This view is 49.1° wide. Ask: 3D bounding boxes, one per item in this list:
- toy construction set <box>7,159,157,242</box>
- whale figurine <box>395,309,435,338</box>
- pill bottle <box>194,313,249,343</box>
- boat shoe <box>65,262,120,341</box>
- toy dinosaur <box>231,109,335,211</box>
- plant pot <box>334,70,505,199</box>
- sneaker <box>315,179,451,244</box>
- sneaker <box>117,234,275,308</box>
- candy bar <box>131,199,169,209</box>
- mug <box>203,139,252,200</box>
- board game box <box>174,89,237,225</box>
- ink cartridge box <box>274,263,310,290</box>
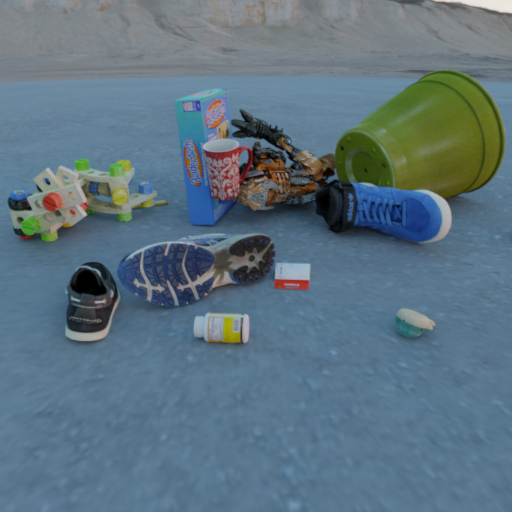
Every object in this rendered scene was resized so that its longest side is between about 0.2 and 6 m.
[{"bbox_3d":[-4.115,-1.278,12.946,2.529,1.777,3.857,5,13,10],"label":"toy construction set"},{"bbox_3d":[2.529,1.102,8.936,0.766,0.398,0.610,11,13,-46],"label":"whale figurine"},{"bbox_3d":[-0.534,1.115,8.686,0.821,0.448,0.448,2,23,5],"label":"pill bottle"},{"bbox_3d":[-2.793,0.544,9.579,0.876,0.825,2.440,-2,20,-12],"label":"boat shoe"},{"bbox_3d":[0.718,-2.179,15.216,3.092,2.327,4.556,31,13,29],"label":"toy dinosaur"},{"bbox_3d":[3.946,-2.707,14.648,3.304,3.431,3.431,-25,32,-24],"label":"plant pot"},{"bbox_3d":[2.596,-0.980,12.519,1.821,1.257,3.274,-7,21,-27],"label":"sneaker"},{"bbox_3d":[-1.182,0.170,10.394,3.014,1.161,1.284,-6,13,-33],"label":"sneaker"},{"bbox_3d":[-2.860,-1.381,14.993,1.049,0.116,0.261,-10,25,-22],"label":"candy bar"},{"bbox_3d":[-0.624,-1.954,12.777,1.078,1.214,0.810,-1,31,4],"label":"mug"},{"bbox_3d":[-1.157,-2.522,13.959,0.669,2.973,2.261,1,21,15],"label":"board game box"},{"bbox_3d":[0.689,0.384,10.731,0.672,0.198,0.839,2,22,5],"label":"ink cartridge box"}]
